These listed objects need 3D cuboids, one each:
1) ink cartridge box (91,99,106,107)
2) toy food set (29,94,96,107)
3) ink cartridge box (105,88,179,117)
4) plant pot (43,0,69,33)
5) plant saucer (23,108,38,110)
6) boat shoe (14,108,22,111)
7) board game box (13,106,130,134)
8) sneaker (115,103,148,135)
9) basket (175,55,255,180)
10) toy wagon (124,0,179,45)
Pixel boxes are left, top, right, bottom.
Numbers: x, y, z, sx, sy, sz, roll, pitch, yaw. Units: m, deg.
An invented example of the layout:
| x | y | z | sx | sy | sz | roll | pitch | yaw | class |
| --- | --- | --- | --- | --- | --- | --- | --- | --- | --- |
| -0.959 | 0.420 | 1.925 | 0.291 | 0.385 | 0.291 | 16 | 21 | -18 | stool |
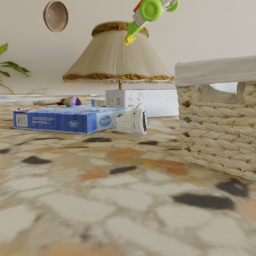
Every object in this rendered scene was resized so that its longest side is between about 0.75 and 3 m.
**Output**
| x | y | z | sx | sy | sz | roll | pitch | yaw | class |
| --- | --- | --- | --- | --- | --- | --- | --- | --- | --- |
| -1.176 | -1.316 | 15.609 | 0.971 | 0.568 | 1.673 | -8 | 11 | -42 | ink cartridge box |
| -2.170 | -0.865 | 9.634 | 2.093 | 0.330 | 1.330 | -7 | 7 | 4 | toy food set |
| 0.516 | -1.127 | 12.276 | 2.803 | 1.175 | 2.461 | -5 | 9 | -28 | ink cartridge box |
| -2.433 | -3.644 | 9.120 | 0.462 | 1.002 | 1.002 | 19 | 17 | 28 | plant pot |
| -4.542 | -0.830 | 13.611 | 0.842 | 0.204 | 0.843 | -1 | 8 | 2 | plant saucer |
| -4.931 | -0.757 | 12.722 | 0.309 | 0.315 | 0.884 | 0 | 8 | -2 | boat shoe |
| -1.687 | -0.343 | 8.997 | 2.674 | 0.580 | 2.660 | 4 | 8 | 24 | board game box |
| 0.126 | -0.282 | 8.236 | 0.875 | 0.812 | 2.160 | -7 | 7 | 8 | sneaker |
| 2.321 | -0.263 | 4.753 | 2.729 | 1.683 | 1.850 | -4 | 9 | -33 | basket |
| 0.917 | -3.094 | 6.738 | 2.967 | 0.587 | 2.302 | -30 | 13 | 31 | toy wagon |
